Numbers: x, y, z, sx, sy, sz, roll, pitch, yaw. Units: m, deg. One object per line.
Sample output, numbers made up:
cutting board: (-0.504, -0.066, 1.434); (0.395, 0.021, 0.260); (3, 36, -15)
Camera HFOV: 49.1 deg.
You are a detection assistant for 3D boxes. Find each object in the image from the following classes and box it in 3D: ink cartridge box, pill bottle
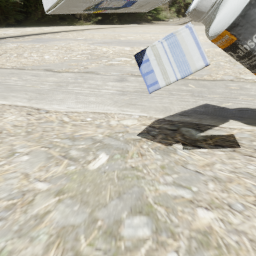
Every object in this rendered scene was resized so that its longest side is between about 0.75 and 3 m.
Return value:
ink cartridge box: (-0.389, -3.078, 4.964); (2.432, 1.767, 1.064); (-20, 11, -37)
pill bottle: (2.602, -2.212, 6.033); (2.517, 1.464, 1.464); (33, 24, -7)

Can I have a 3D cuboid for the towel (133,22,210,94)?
towel: (0.778, -1.254, 5.102); (1.222, 0.898, 0.146); (-25, -13, 16)
